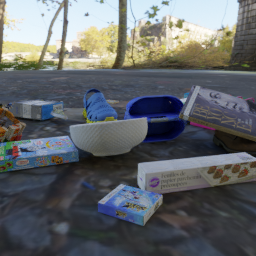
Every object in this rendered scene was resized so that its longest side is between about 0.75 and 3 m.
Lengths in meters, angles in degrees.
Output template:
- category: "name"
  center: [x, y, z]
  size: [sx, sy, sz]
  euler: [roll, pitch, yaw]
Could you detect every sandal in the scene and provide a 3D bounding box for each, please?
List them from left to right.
- category: "sandal"
  center: [-1.287, -0.891, 11.853]
  size: [1.190, 1.304, 2.994]
  euler: [-5, 18, -25]

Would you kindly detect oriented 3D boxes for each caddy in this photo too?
- category: "caddy"
  center: [0.893, -0.334, 9.323]
  size: [2.157, 1.525, 1.132]
  euler: [-5, 11, -11]

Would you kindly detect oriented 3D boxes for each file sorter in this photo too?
- category: "file sorter"
  center: [3.692, -0.646, 10.968]
  size: [1.385, 1.250, 1.993]
  euler: [-13, 20, -38]

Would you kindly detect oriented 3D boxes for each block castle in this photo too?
- category: "block castle"
  center: [-4.090, 0.038, 8.427]
  size: [1.188, 0.834, 1.778]
  euler: [37, 17, 11]

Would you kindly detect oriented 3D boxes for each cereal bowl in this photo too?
- category: "cereal bowl"
  center: [-0.488, 0.255, 7.856]
  size: [2.191, 0.912, 2.191]
  euler: [-7, 2, 0]

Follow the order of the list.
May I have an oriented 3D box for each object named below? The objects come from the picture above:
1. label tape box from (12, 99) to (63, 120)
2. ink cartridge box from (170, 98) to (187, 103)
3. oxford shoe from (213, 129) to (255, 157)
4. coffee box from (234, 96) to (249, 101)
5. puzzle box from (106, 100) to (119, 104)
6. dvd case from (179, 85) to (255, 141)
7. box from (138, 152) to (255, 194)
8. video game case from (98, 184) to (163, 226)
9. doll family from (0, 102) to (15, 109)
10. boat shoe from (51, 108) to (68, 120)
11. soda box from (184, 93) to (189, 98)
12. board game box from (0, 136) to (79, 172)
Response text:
- category: "label tape box"
  center: [-4.335, -0.898, 12.863]
  size: [2.179, 0.690, 1.571]
  euler: [7, 13, 21]
- category: "ink cartridge box"
  center: [2.850, -0.906, 12.609]
  size: [1.366, 0.785, 2.332]
  euler: [6, 15, 44]
- category: "oxford shoe"
  center: [3.242, 0.257, 8.339]
  size: [0.779, 0.905, 2.144]
  euler: [-3, 17, -18]
- category: "coffee box"
  center: [5.370, -1.347, 15.019]
  size: [2.200, 0.484, 1.352]
  euler: [-14, 20, -43]
- category: "puzzle box"
  center: [-0.993, -1.554, 16.523]
  size: [0.796, 0.101, 0.529]
  euler: [10, 17, 32]
- category: "dvd case"
  center: [3.036, -0.488, 8.505]
  size: [2.619, 0.209, 1.948]
  euler: [18, 39, 14]
- category: "box"
  center: [1.597, 0.991, 6.274]
  size: [2.753, 0.533, 0.570]
  euler: [-4, 16, -15]
- category: "video game case"
  center: [0.056, 1.420, 5.316]
  size: [0.949, 0.216, 0.860]
  euler: [8, 18, 27]
- category: "doll family"
  center: [-5.826, -1.010, 13.360]
  size: [0.592, 0.402, 1.023]
  euler: [-9, 7, 46]
- category: "boat shoe"
  center: [-2.879, -0.603, 11.708]
  size: [1.126, 0.349, 0.406]
  euler: [18, -5, 43]
- category: "soda box"
  center: [3.990, -1.709, 15.912]
  size: [0.674, 0.712, 2.100]
  euler: [13, 20, 39]
- category: "board game box"
  center: [-2.526, 0.670, 7.790]
  size: [2.006, 0.367, 1.517]
  euler: [-5, 16, -21]
